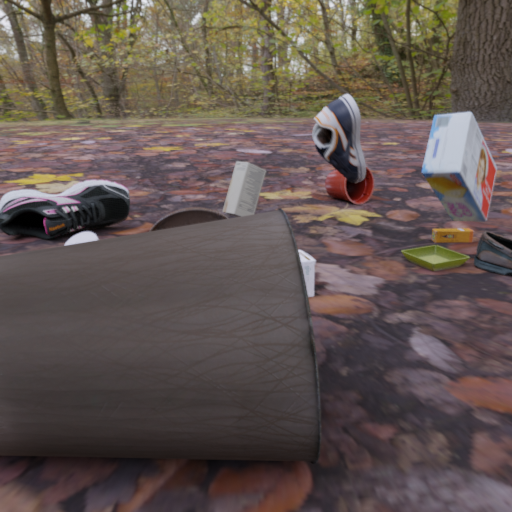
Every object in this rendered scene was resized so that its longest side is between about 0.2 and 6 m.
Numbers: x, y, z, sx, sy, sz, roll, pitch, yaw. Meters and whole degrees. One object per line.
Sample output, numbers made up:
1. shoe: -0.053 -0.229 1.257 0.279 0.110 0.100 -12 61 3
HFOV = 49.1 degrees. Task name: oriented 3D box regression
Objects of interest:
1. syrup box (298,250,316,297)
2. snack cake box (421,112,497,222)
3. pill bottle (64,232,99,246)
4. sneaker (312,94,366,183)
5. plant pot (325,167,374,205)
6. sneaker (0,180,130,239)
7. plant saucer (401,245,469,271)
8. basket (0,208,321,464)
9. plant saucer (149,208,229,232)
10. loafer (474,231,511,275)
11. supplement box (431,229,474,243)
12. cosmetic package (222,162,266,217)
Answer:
1. syrup box: 0.107 0.328 8.477 1.505 0.592 0.613 -6 18 -18
2. snack cake box: 3.550 -1.475 9.671 0.645 1.104 1.920 4 -19 37
3. pill bottle: -1.881 0.253 6.827 0.612 1.174 0.612 -9 47 10
4. sneaker: 1.668 -2.250 11.547 0.900 2.268 0.889 -28 53 -4
5. plant pot: 2.469 -1.930 15.175 1.039 1.039 1.010 -11 12 -30
6. sneaker: -4.011 -0.798 11.753 2.770 1.113 1.196 -10 31 -5
7. plant saucer: 3.180 0.058 9.992 0.857 0.205 0.856 -9 19 -24
8. basket: -1.117 0.745 5.023 2.955 2.010 2.664 -5 28 -3
9. plant saucer: -0.980 -0.239 8.764 1.478 1.478 0.237 -3 47 -8
10. loafer: 4.646 0.062 9.251 2.022 0.636 0.726 13 22 36
11. supplement box: 3.995 -0.415 11.409 0.781 0.260 0.269 -1 17 -4
12. cosmetic package: -0.268 -1.462 12.679 0.636 1.209 0.430 19 -3 -44
